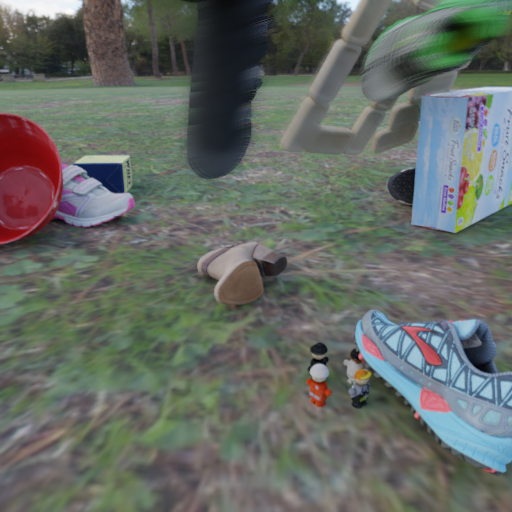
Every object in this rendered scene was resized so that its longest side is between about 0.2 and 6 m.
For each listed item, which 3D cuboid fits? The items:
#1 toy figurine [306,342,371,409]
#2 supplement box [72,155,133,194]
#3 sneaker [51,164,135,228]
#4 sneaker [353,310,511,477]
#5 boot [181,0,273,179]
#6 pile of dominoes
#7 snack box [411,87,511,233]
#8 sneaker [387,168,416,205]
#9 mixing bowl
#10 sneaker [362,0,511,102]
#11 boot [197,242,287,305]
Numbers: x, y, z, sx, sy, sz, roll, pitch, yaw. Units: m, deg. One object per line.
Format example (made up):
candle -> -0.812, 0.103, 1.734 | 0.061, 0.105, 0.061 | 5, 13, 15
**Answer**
toy figurine -> 0.773, 1.106, 5.253 | 0.595, 0.421, 0.605 | 2, 20, 6
supplement box -> -3.434, -1.837, 12.677 | 1.078, 0.724, 1.077 | 0, 21, 0
sneaker -> -3.419, -1.173, 10.450 | 2.350, 1.037, 0.956 | 4, 21, 11
sneaker -> 1.632, 0.911, 4.828 | 0.777, 0.936, 1.960 | 29, 10, -32
boot -> -0.442, -1.976, 5.601 | 0.980, 2.986, 2.461 | 23, 49, 3
pile of dominoes -> 2.370, -3.468, 9.090 | 3.251, 4.171, 0.664 | -4, 48, -41
snack box -> 4.058, -1.911, 10.532 | 0.943, 2.349, 2.785 | 16, 27, 40
sneaker -> 3.600, -1.467, 12.050 | 2.163, 0.776, 0.896 | -9, -2, -24
mixing bowl -> -4.186, -1.141, 9.449 | 2.210, 2.210, 1.197 | 0, -11, -1
sneaker -> 2.298, -2.847, 7.670 | 2.426, 0.947, 1.034 | -30, 23, 53
boot -> -0.366, 0.212, 7.638 | 1.137, 0.546, 1.555 | 8, 21, 38
